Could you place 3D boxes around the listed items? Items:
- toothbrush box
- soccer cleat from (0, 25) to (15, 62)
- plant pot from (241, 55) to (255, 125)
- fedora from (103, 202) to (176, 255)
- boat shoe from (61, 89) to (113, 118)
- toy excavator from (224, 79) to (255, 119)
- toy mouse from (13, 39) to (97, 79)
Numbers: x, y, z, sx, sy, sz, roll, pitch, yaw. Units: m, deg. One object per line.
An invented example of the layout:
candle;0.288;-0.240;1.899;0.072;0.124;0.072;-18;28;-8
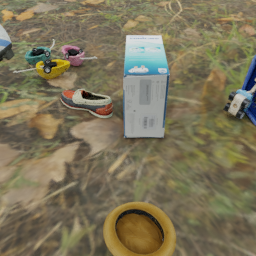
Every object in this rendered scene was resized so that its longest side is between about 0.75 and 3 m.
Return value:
toothbrush box;0.406;-1.147;7.256;1.024;1.758;2.401;0;37;0
soccer cleat;-2.729;-0.861;3.828;0.884;1.093;2.531;-8;38;37
plant pot;3.932;-0.907;7.231;1.334;1.484;1.484;2;37;-6
fedora;0.174;1.770;4.533;1.191;0.486;1.191;2;40;-2
boat shoe;-1.176;-0.801;7.796;1.762;0.551;0.627;21;44;27
toy excavator;3.175;-0.844;7.531;1.044;1.015;0.522;-21;46;-41
toy mouse;-2.560;-2.469;9.948;2.752;0.533;2.446;-10;39;-14
